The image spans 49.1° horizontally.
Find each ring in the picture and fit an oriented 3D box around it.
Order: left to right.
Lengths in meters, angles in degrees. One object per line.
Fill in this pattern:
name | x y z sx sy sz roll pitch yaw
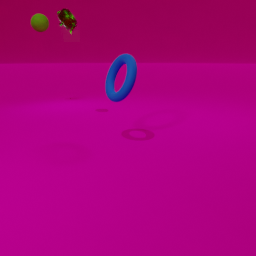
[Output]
ring | -0.185 -1.204 6.755 0.239 1.193 1.193 14 5 -33

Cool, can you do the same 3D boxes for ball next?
ball | -3.793 -4.522 12.062 0.746 0.746 0.746 0 14 0

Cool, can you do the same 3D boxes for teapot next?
teapot | -1.975 -3.457 9.054 0.532 1.086 0.675 -37 -22 -1
